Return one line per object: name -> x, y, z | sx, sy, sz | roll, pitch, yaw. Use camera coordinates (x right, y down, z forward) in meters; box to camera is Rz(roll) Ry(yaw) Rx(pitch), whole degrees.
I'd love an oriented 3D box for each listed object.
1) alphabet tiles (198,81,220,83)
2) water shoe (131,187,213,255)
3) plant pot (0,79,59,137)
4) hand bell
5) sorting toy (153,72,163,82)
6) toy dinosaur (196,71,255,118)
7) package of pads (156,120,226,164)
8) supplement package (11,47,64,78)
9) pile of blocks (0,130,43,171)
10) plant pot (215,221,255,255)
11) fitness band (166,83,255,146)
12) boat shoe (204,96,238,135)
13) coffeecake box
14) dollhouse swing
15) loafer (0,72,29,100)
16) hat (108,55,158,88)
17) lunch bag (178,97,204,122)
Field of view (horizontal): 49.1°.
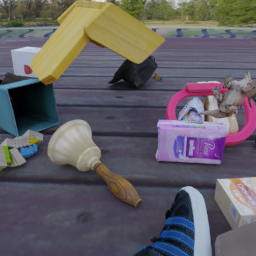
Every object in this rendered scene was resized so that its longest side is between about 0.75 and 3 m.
alphabet tiles -> 3.777, -1.599, 11.602 | 2.079, 0.155, 2.125 | -6, 25, -15
water shoe -> 0.495, 1.608, 3.509 | 1.038, 0.940, 2.630 | 1, 23, 8
plant pot -> -3.270, -0.702, 8.274 | 1.935, 1.367, 1.368 | 11, 26, 38
hand bell -> -0.529, 0.821, 5.584 | 1.130, 1.130, 2.170 | -22, 45, -40
sorting toy -> 1.441, -2.434, 13.292 | 0.302, 0.300, 0.872 | -6, 24, -14
toy dinosaur -> 2.127, -0.563, 5.669 | 0.633, 1.475, 1.000 | 49, 4, 28
package of pads -> 1.401, 0.324, 6.381 | 1.516, 0.913, 0.573 | 3, 26, 7
supplement package -> -4.466, -3.238, 13.867 | 2.106, 1.277, 1.261 | 9, 26, 20
pile of blocks -> -2.644, 0.593, 6.448 | 0.548, 0.724, 1.763 | -37, -4, 28
plant pot -> 1.880, 1.594, 2.721 | 1.799, 2.063, 2.063 | -14, 20, 17
fitness band -> 2.102, -0.343, 7.116 | 2.265, 1.626, 0.424 | 0, -19, -3
boat shoe -> 2.717, -0.465, 8.224 | 0.924, 0.985, 2.672 | 9, 33, 10
coffeecake box -> 2.278, 1.292, 4.786 | 1.254, 0.458, 0.962 | -2, 24, -5
dollhouse swing -> -0.948, -2.012, 7.592 | 2.410, 2.331, 2.652 | 21, 11, -34
loafer -> -4.343, -1.595, 10.563 | 2.770, 0.988, 1.011 | -8, 25, -17
hat -> 0.475, -2.403, 12.015 | 2.790, 1.125, 2.790 | -40, 1, 1
lunch bag -> 1.670, -0.207, 7.365 | 0.687, 1.080, 0.916 | 7, 26, 13
